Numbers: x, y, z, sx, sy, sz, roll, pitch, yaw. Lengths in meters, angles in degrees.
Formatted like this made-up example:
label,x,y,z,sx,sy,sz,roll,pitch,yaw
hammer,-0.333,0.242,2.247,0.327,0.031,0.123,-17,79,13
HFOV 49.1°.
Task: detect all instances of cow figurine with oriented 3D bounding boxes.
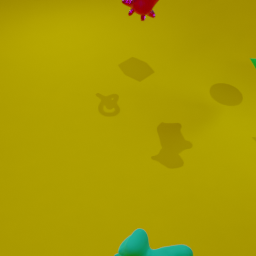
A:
label,x,y,z,sx,sy,sz,roll,pitch,yaw
cow figurine,0.324,1.548,3.106,0.873,0.887,0.487,-19,13,36
cow figurine,0.385,-3.257,6.426,0.847,1.518,1.543,18,17,-18

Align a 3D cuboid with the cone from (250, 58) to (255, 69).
label,x,y,z,sx,sy,sz,roll,pitch,yaw
cone,3.519,-1.560,7.194,0.883,0.879,0.879,38,58,16
